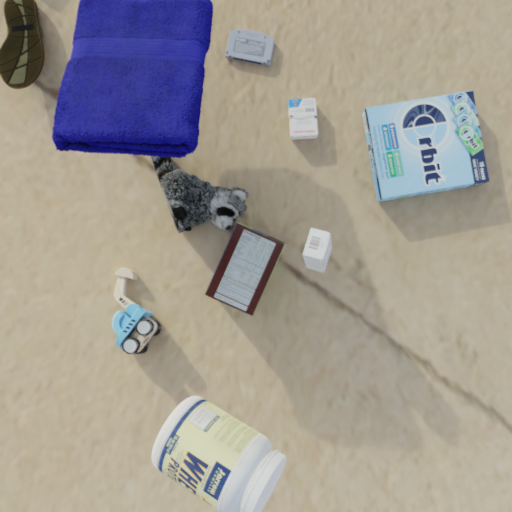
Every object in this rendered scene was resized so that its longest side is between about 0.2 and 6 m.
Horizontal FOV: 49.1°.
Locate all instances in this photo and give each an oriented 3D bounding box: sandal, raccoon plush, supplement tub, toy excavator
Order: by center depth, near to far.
[{"bbox_3d":[-0.556,3.098,8.574,1.763,1.278,1.278,26,88,19],"label":"supplement tub"},{"bbox_3d":[-1.137,-1.540,11.381,1.575,1.137,2.350,-20,88,-9],"label":"raccoon plush"},{"bbox_3d":[-2.606,1.138,11.494,1.429,0.714,1.389,36,87,10],"label":"toy excavator"},{"bbox_3d":[-4.867,-4.431,11.712,0.902,0.602,2.207,-8,74,-7],"label":"sandal"}]

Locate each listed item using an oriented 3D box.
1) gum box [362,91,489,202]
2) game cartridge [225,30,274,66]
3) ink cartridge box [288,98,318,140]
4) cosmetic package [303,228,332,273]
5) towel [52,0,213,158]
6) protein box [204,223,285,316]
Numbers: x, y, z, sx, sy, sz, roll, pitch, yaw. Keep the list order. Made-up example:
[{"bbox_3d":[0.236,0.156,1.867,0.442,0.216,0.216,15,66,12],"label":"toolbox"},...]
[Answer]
[{"bbox_3d":[3.497,-2.262,11.636,2.260,0.503,1.920,-10,88,0],"label":"gum box"},{"bbox_3d":[-0.124,-4.434,11.874,0.972,0.197,0.648,12,92,0],"label":"game cartridge"},{"bbox_3d":[0.979,-2.862,11.739,0.576,0.332,0.788,-3,88,0],"label":"ink cartridge box"},{"bbox_3d":[1.131,-0.084,10.238,0.396,1.069,0.543,16,81,14],"label":"cosmetic package"},{"bbox_3d":[-2.031,-3.126,9.649,2.426,0.814,3.286,2,65,2],"label":"towel"},{"bbox_3d":[-0.209,0.262,11.059,1.010,1.486,1.497,24,88,1],"label":"protein box"}]
